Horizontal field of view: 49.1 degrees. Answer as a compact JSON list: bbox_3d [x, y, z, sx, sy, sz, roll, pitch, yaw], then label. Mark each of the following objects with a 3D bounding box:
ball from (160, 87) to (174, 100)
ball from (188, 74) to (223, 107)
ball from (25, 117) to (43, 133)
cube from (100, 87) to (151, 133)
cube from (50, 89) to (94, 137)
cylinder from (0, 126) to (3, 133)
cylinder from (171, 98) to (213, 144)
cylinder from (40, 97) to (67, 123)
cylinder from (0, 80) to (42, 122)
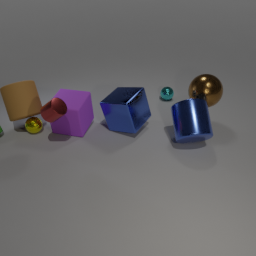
[{"bbox_3d":[2.020,-1.789,14.478,0.700,0.700,0.700,0,31,0],"label":"ball"},{"bbox_3d":[3.218,-1.542,11.634,1.400,1.400,1.400,0,31,0],"label":"ball"},{"bbox_3d":[-3.942,-0.124,11.729,0.700,0.700,0.700,0,31,0],"label":"ball"},{"bbox_3d":[-0.071,-0.778,11.693,1.400,1.400,1.400,6,38,35],"label":"cube"},{"bbox_3d":[-2.370,-0.650,11.734,1.400,1.400,1.400,8,40,12],"label":"cube"},{"bbox_3d":[-5.598,-0.045,11.403,0.700,0.700,0.700,-17,21,7],"label":"cylinder"},{"bbox_3d":[2.430,-0.239,10.721,1.400,1.400,1.400,-4,74,-7],"label":"cylinder"},{"bbox_3d":[-2.670,-0.641,10.087,0.700,0.700,0.700,-28,14,35],"label":"cylinder"},{"bbox_3d":[-4.395,-1.123,11.647,1.400,1.400,1.400,-16,5,1],"label":"cylinder"}]
